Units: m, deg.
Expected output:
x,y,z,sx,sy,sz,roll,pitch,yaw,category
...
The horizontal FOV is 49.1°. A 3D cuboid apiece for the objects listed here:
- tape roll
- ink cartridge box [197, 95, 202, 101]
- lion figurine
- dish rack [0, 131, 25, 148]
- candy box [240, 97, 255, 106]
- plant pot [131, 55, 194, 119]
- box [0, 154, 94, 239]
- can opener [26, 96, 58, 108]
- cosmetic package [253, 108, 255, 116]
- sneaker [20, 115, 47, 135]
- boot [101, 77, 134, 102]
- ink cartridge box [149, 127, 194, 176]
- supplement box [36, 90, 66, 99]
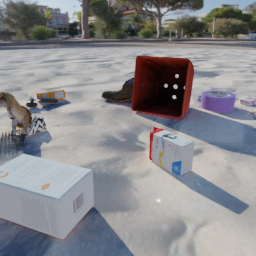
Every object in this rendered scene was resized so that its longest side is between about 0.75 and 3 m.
x,y,z,sx,sy,sz,roll,pitch,yaw,category
4.467,-1.360,13.935,1.623,0.690,1.623,0,20,0,tape roll
4.339,-1.575,15.148,1.062,0.235,0.499,8,21,20,ink cartridge box
-4.206,-0.646,10.293,0.901,2.487,1.523,-7,55,-3,lion figurine
-4.278,0.379,9.704,1.343,0.366,1.030,-11,24,-16,dish rack
6.322,-1.385,14.631,0.790,0.241,0.538,-15,26,-33,candy box
1.898,-1.994,13.375,2.564,2.567,2.262,11,13,28,plant pot
-1.916,1.403,6.149,1.994,0.972,1.240,9,23,22,box
-4.390,-1.327,14.234,1.652,0.549,0.435,-6,19,-38,can opener
6.238,-0.713,12.714,0.929,0.330,0.489,1,20,2,cosmetic package
-3.649,-0.149,10.737,1.020,0.664,0.407,-13,23,-31,sneaker
-0.081,-2.116,14.948,2.846,1.379,1.063,5,21,14,boot
1.136,0.624,8.269,0.537,0.928,1.597,-17,27,-36,ink cartridge box
-4.160,-1.752,15.198,1.461,0.503,0.486,-13,16,-36,supplement box
